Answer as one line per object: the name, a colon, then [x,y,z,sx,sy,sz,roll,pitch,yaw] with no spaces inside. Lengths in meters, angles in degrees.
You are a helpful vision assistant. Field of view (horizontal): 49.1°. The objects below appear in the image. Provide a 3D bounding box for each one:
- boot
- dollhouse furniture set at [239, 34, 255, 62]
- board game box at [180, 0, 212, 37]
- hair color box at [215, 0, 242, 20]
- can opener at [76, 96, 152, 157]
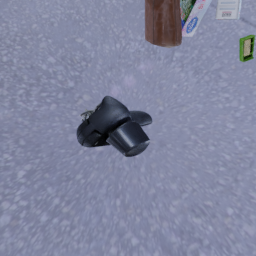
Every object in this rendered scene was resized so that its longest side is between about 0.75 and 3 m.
boot: [0.462,-3.508,7.503,0.871,2.713,2.528,-26,36,-24]
dollhouse furniture set: [3.067,-1.563,6.026,0.727,0.562,1.456,-22,36,-13]
board game box: [1.720,-4.299,7.850,0.491,2.378,2.384,-4,58,-19]
hair color box: [2.726,-3.536,7.476,0.589,1.190,0.361,10,19,25]
can opener: [-0.113,0.025,5.555,0.944,2.978,1.171,-35,85,12]
